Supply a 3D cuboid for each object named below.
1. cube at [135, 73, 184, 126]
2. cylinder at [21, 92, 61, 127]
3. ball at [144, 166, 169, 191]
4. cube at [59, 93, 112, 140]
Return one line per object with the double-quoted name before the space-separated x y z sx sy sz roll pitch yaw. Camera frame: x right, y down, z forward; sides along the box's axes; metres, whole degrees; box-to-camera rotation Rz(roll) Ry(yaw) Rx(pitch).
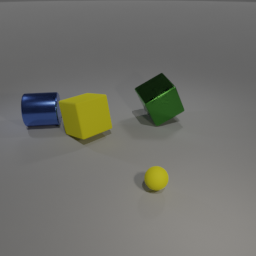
"cube" 1.340 -1.218 11.968 1.400 1.400 1.400 -30 39 2
"cylinder" -3.613 -0.788 11.809 1.400 1.400 1.400 -3 28 -6
"ball" 0.825 1.458 8.132 0.700 0.700 0.700 0 28 0
"cube" -1.666 -0.517 11.016 1.400 1.400 1.400 -22 22 -35
